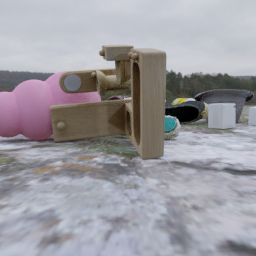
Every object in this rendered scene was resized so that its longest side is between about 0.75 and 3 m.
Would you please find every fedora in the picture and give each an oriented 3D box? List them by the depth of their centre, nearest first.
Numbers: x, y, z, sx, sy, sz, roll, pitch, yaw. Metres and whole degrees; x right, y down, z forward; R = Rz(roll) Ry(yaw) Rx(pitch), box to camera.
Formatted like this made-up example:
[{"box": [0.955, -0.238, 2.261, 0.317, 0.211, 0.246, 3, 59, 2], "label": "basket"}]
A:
[{"box": [3.988, -0.823, 11.803, 2.344, 1.197, 2.651, 2, -1, 0], "label": "fedora"}]

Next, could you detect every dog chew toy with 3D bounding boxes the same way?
[{"box": [-2.067, -0.469, 6.839, 2.720, 1.694, 1.694, -12, 11, -26], "label": "dog chew toy"}]

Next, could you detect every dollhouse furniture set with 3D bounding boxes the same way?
[{"box": [-0.567, -0.410, 5.255, 1.847, 2.156, 2.267, -6, 22, -12], "label": "dollhouse furniture set"}]

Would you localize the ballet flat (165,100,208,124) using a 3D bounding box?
[{"box": [1.943, -0.483, 10.819, 2.937, 0.976, 0.834, -6, 26, -16], "label": "ballet flat"}]

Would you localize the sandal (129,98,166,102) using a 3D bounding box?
[{"box": [0.905, -0.871, 11.776, 1.023, 0.766, 2.671, 17, 14, 26], "label": "sandal"}]

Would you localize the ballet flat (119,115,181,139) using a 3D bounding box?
[{"box": [0.397, 0.027, 7.198, 1.967, 0.706, 0.706, 6, 8, 24], "label": "ballet flat"}]

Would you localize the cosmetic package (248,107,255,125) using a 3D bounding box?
[{"box": [5.355, -0.461, 10.745, 1.153, 0.711, 1.156, 4, 6, 34], "label": "cosmetic package"}]

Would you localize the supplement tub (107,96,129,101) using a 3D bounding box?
[{"box": [-0.342, -1.140, 15.114, 1.186, 1.186, 2.218, 2, 6, 17], "label": "supplement tub"}]

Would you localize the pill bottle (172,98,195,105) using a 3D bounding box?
[{"box": [3.421, -1.193, 16.243, 1.049, 1.049, 1.874, -3, 7, -23], "label": "pill bottle"}]

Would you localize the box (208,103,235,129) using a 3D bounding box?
[{"box": [3.218, -0.415, 9.590, 0.843, 0.848, 0.554, -4, 5, -40], "label": "box"}]
